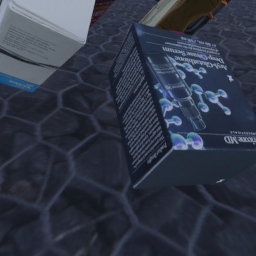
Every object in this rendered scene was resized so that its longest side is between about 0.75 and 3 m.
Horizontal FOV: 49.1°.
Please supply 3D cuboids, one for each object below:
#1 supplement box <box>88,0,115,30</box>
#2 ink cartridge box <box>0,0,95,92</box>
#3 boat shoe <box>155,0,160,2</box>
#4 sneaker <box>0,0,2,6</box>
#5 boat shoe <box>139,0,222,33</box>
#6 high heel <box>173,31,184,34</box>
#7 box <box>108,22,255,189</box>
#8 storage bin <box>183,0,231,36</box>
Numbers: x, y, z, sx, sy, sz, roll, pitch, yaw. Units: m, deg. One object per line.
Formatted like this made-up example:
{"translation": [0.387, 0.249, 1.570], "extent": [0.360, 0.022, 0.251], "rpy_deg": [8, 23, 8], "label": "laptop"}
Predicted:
{"translation": [-1.137, -2.990, 6.391], "extent": [0.837, 1.078, 1.954], "rpy_deg": [-21, 6, -29], "label": "supplement box"}
{"translation": [-1.440, -1.791, 4.428], "extent": [1.007, 1.745, 2.405], "rpy_deg": [19, -19, -31], "label": "ink cartridge box"}
{"translation": [0.492, -4.462, 8.208], "extent": [0.798, 0.967, 2.582], "rpy_deg": [0, -14, 40], "label": "boat shoe"}
{"translation": [-3.305, -2.403, 6.151], "extent": [2.861, 1.153, 2.095], "rpy_deg": [-22, 79, -30], "label": "sneaker"}
{"translation": [1.087, -2.492, 5.529], "extent": [2.332, 0.841, 0.758], "rpy_deg": [-44, 47, 1], "label": "boat shoe"}
{"translation": [0.588, -0.533, 4.050], "extent": [0.954, 0.670, 1.988], "rpy_deg": [-1, 65, 0], "label": "high heel"}
{"translation": [0.468, -0.196, 2.590], "extent": [0.981, 0.707, 1.321], "rpy_deg": [3, 56, -26], "label": "box"}
{"translation": [1.791, -3.694, 7.311], "extent": [1.408, 2.097, 1.526], "rpy_deg": [21, 38, -42], "label": "storage bin"}
